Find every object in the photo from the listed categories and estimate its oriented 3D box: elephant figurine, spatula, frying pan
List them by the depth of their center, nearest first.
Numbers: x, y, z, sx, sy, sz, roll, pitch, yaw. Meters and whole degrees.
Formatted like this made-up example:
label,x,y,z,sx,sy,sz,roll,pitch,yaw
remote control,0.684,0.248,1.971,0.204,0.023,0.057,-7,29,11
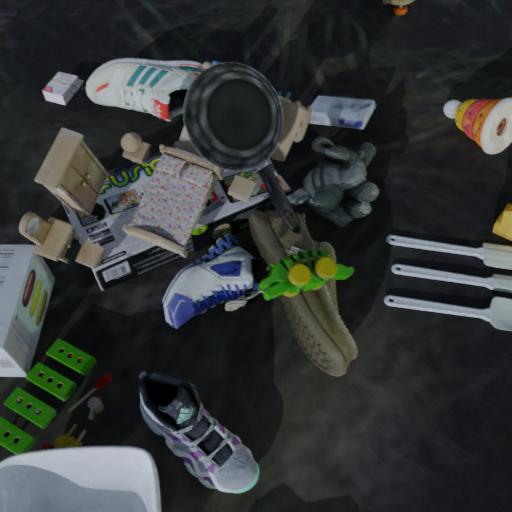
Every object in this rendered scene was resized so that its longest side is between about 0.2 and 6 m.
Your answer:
label,x,y,z,sx,sy,sz,roll,pitch,yaw
frying pan,0.086,-1.898,9.134,2.884,1.745,0.469,39,31,1
spatula,3.827,0.442,10.379,2.855,0.229,1.985,9,56,6
elephant figurine,1.592,-1.704,11.387,1.489,1.633,2.105,-35,37,27

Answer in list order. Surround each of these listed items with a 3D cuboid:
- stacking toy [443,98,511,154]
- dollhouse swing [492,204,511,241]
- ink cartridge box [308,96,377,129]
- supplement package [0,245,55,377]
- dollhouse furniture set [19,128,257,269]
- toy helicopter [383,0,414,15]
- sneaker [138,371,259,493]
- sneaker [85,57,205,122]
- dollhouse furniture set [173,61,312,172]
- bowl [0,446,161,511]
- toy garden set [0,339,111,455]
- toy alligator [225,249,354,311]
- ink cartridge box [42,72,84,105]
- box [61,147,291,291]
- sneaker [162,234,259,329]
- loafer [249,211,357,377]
label,x,y,z,sx,sy,sz,roll,pitch,yaw
stacking toy,4.893,-3.080,12.555,1.228,1.228,1.680,-31,41,-20
dollhouse swing,5.269,-0.700,10.663,1.123,0.987,1.020,29,59,26
ink cartridge box,1.907,-3.271,12.399,1.328,0.270,1.330,11,41,20
supplement package,-4.314,0.906,9.479,1.088,1.130,1.986,0,55,2
dollhouse furniture set,-1.903,-0.787,9.247,3.047,1.488,2.598,20,77,10
toy helicopter,3.753,-7.421,15.753,1.569,0.619,1.037,26,61,26
sneaker,-0.924,2.482,8.099,2.233,1.562,0.868,30,60,20
sneaker,-2.446,-3.735,12.826,2.941,1.035,1.375,-4,49,-6
dollhouse furniture set,-0.088,-2.552,10.839,2.271,1.570,2.406,27,21,6
bowl,-2.424,3.880,7.498,2.378,0.889,2.381,-3,56,-2
toy garden set,-3.119,2.413,8.919,1.505,0.360,1.805,23,57,18
toy alligator,0.467,0.283,8.545,2.184,0.648,0.593,-14,72,-20
ink cartridge box,-4.651,-4.112,13.545,0.552,0.320,0.948,15,56,11
box,-1.588,-1.104,11.164,4.059,0.705,2.234,-24,58,-16
sneaker,-0.620,0.545,9.931,1.183,0.828,2.049,31,59,22
loafer,0.928,0.400,9.728,1.185,1.336,3.514,-21,57,-8
